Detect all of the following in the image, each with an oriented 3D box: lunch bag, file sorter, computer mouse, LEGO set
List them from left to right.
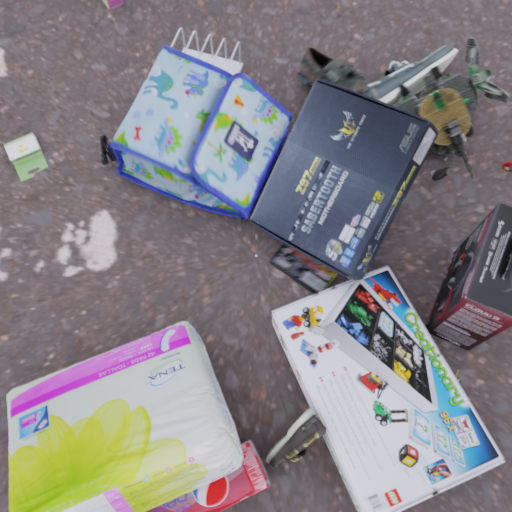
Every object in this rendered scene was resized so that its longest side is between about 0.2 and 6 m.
[{"bbox_3d":[-3.070,-2.355,12.413,0.925,0.244,0.640,-12,107,-43],"label":"computer mouse"},{"bbox_3d":[-1.204,-4.528,13.066,1.534,0.955,1.065,16,69,7],"label":"file sorter"},{"bbox_3d":[-1.083,-2.479,11.806,3.104,1.978,2.639,24,75,-1],"label":"lunch bag"},{"bbox_3d":[4.558,-2.860,12.297,4.508,1.277,2.927,30,95,-9],"label":"LEGO set"}]

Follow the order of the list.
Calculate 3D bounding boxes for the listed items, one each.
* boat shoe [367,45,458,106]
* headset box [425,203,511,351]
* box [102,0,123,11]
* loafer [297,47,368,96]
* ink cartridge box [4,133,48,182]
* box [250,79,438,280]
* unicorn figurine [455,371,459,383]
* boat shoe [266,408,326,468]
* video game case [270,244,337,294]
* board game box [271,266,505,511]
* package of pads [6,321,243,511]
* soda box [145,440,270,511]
[{"bbox_3d":[3.295,-4.104,12.821,2.965,1.080,0.916,-35,80,-7],"label":"boat shoe"},{"bbox_3d":[4.201,0.422,10.226,0.993,2.648,1.968,24,72,9],"label":"headset box"},{"bbox_3d":[-3.752,-6.776,13.979,0.419,0.866,0.762,-31,71,-11],"label":"box"},{"bbox_3d":[1.605,-4.017,12.211,0.874,0.765,2.433,-10,29,-23],"label":"loafer"},{"bbox_3d":[-5.150,-2.220,12.566,0.696,0.229,0.957,-26,69,-10],"label":"ink cartridge box"},{"bbox_3d":[1.609,-1.493,10.885,2.522,0.816,3.199,32,101,30],"label":"box"},{"bbox_3d":[3.727,2.771,10.589,0.677,0.364,0.986,-27,85,-20],"label":"unicorn figurine"},{"bbox_3d":[0.675,3.308,9.775,0.484,1.607,0.573,42,39,16],"label":"boat shoe"},{"bbox_3d":[1.141,0.053,11.710,1.286,0.164,1.163,35,73,13],"label":"video game case"},{"bbox_3d":[2.213,2.360,10.214,2.547,0.698,4.035,-20,61,-8],"label":"board game box"},{"bbox_3d":[-2.284,2.944,9.476,3.627,1.237,2.802,-22,42,-7],"label":"package of pads"},{"bbox_3d":[-1.144,4.163,9.679,2.724,0.954,0.864,-23,72,-8],"label":"soda box"}]
